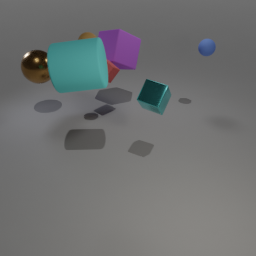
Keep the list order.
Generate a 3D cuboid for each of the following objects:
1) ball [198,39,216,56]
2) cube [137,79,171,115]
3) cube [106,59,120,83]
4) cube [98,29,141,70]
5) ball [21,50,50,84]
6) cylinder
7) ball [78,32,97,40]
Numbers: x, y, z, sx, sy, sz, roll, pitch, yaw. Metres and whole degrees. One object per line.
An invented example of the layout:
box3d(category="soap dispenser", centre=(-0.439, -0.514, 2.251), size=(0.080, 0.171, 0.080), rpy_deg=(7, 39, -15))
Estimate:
box3d(category="ball", centre=(3.274, -3.337, 11.622), size=(0.700, 0.700, 0.700), rpy_deg=(0, 30, 0))
box3d(category="cube", centre=(0.773, -0.897, 8.165), size=(0.700, 0.700, 0.700), rpy_deg=(22, -9, 22))
box3d(category="cube", centre=(-0.898, -2.355, 11.423), size=(0.700, 0.700, 0.700), rpy_deg=(42, 14, 16))
box3d(category="cube", centre=(-0.476, -3.479, 12.579), size=(1.400, 1.400, 1.400), rpy_deg=(13, 4, 44))
box3d(category="ball", centre=(-3.774, -2.573, 11.795), size=(1.400, 1.400, 1.400), rpy_deg=(0, 30, 0))
box3d(category="cylinder", centre=(-1.371, -1.759, 7.942), size=(1.400, 1.400, 1.400), rpy_deg=(-6, 29, 5))
box3d(category="ball", centre=(-1.350, -2.872, 9.464), size=(0.700, 0.700, 0.700), rpy_deg=(0, 30, 0))
